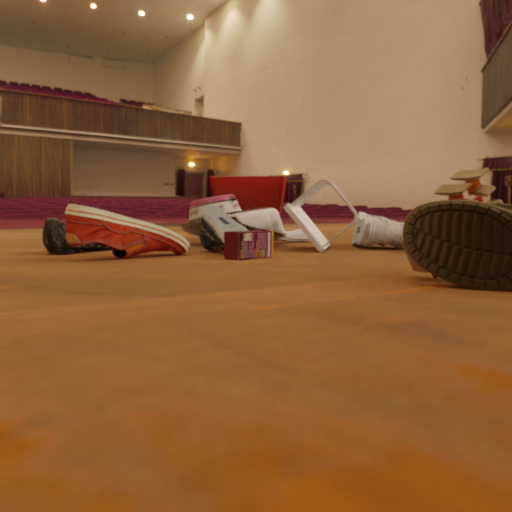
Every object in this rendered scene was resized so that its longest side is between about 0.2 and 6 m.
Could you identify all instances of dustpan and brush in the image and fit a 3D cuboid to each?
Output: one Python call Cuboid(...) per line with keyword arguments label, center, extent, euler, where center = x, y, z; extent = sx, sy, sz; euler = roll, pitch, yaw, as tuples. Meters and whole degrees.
Cuboid(label="dustpan and brush", center=(0.191, -0.701, 15.377), extent=(3.859, 1.104, 2.693), euler=(-12, 5, -37))

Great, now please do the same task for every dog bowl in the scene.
Cuboid(label="dog bowl", center=(-1.161, -1.314, 15.346), extent=(1.482, 0.546, 1.482), euler=(-10, 2, 0))

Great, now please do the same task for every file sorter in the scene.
Cuboid(label="file sorter", center=(1.638, -1.008, 13.337), extent=(1.191, 1.327, 1.912), euler=(-39, -4, 11))

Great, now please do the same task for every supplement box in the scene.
Cuboid(label="supplement box", center=(-0.143, -0.222, 11.133), extent=(0.428, 0.552, 1.000), euler=(5, 6, 44))

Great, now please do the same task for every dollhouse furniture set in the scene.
Cuboid(label="dollhouse furniture set", center=(2.906, -0.321, 8.077), extent=(1.434, 1.449, 0.747), euler=(-39, 23, -23))

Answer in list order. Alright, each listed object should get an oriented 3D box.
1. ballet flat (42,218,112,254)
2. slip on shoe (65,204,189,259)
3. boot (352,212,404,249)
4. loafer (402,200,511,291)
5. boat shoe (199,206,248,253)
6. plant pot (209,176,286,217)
Cuboid(label="ballet flat", center=(-3.848, -0.505, 13.016), extent=(0.925, 0.790, 2.782), euler=(2, 5, 18))
Cuboid(label="slip on shoe", center=(-2.540, -0.337, 11.163), extent=(1.022, 0.844, 2.759), euler=(10, -3, 45))
Cuboid(label="boot", center=(3.170, -0.558, 14.336), extent=(1.208, 0.930, 2.528), euler=(11, 10, 2))
Cuboid(label="loafer", center=(3.301, -0.068, 6.952), extent=(2.900, 1.103, 0.978), euler=(14, 9, 26))
Cuboid(label="boat shoe", center=(-0.673, -0.332, 12.344), extent=(0.659, 0.846, 1.864), euler=(-9, 36, -30))
Cuboid(label="plant pot", center=(-0.205, -1.403, 16.959), extent=(2.169, 1.913, 2.171), euler=(0, 5, 4))
